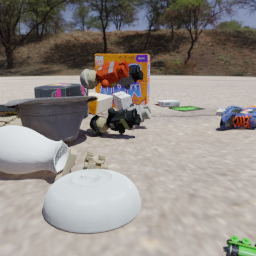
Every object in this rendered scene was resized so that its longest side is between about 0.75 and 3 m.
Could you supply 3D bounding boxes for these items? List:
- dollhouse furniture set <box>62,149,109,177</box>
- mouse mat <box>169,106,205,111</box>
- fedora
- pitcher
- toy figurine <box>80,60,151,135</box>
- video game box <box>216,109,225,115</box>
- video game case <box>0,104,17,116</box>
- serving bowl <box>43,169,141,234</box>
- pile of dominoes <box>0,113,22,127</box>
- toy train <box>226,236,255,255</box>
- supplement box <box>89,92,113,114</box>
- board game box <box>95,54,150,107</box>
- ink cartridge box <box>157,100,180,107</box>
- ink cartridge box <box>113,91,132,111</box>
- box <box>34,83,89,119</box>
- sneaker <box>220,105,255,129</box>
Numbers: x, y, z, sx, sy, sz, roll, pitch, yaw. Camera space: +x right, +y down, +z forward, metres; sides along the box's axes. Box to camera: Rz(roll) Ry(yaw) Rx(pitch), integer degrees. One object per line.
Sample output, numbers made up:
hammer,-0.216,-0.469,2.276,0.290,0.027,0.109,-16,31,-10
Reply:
dollhouse furniture set,-0.888,0.841,5.856,0.820,0.534,0.753,19,9,-15
mouse mat,2.978,-0.997,14.184,1.540,0.058,1.239,-8,16,-29
fedora,-2.207,-0.257,8.290,2.559,1.306,2.893,-9,10,-40
pitcher,-2.075,0.539,6.066,1.659,1.006,1.423,8,-11,8
toy figurine,-0.374,-1.010,9.454,1.652,2.375,2.338,-12,5,21
video game box,4.450,-0.706,12.630,0.757,0.195,0.831,11,17,29
video game case,-4.748,-0.712,11.274,2.426,0.309,2.192,-3,0,-14
serving bowl,-0.583,1.035,4.576,1.588,0.522,1.588,-1,13,0
pile of dominoes,-4.490,0.039,9.642,1.854,0.379,2.378,3,22,12
toy train,1.654,1.509,3.322,0.936,0.195,0.264,5,25,22
supplement box,-1.619,-1.211,13.441,1.167,0.681,1.852,13,17,17
board game box,-0.194,-2.657,15.367,2.697,2.698,2.699,2,13,7
ink cartridge box,2.104,-1.348,15.267,1.020,0.301,1.274,-5,8,-19
ink cartridge box,-0.269,-1.132,12.693,0.504,0.855,1.485,-16,20,-15
box,-2.509,-0.991,11.040,1.270,1.464,2.395,3,14,11
sneaker,4.168,-0.343,9.905,2.187,0.824,0.858,-11,27,-23
